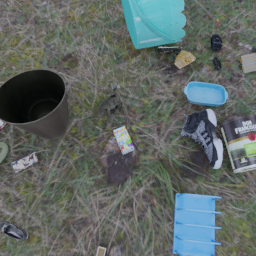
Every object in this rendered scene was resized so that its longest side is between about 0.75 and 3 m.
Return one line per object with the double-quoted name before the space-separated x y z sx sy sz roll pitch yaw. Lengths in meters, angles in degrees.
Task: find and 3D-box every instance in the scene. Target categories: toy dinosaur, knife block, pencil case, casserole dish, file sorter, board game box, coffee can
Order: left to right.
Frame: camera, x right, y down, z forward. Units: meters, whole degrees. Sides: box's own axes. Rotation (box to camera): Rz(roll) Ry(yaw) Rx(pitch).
"pencil case" -3.977 1.312 10.858 1.005 0.391 0.449 -27 84 -8
"toy dinosaur" -0.745 -0.925 11.501 0.895 0.674 1.751 37 83 24
"board game box" -0.167 0.487 11.052 0.503 0.494 0.959 -23 75 -7
"knife block" 2.358 -3.022 11.745 0.369 1.152 1.012 37 54 -22
"file sorter" 2.428 3.396 9.761 1.465 1.295 2.111 5 74 2
"casserole dish" 3.193 -1.364 11.583 1.787 0.347 1.083 8 57 3
"coffee can" 4.417 0.608 10.554 1.390 1.390 1.900 -11 74 -3

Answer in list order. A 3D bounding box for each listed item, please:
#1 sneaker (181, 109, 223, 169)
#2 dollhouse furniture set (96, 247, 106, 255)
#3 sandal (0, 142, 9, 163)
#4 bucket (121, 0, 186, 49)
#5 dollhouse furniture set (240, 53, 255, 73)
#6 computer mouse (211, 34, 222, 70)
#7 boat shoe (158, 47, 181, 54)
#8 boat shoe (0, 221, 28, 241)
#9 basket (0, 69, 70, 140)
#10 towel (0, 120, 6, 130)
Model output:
"sneaker" 2.794 0.439 10.883 1.380 0.915 2.424 -4 67 -1
"dollhouse furniture set" -1.205 4.633 9.682 0.800 0.717 1.010 13 74 4
"sandal" -5.330 1.401 10.738 0.784 0.564 1.975 20 74 6
"bucket" 0.953 -4.767 11.490 1.961 3.015 3.015 -17 74 -2
"dollhouse furniture set" 5.756 -2.882 12.205 1.640 0.633 0.820 -12 80 16
"computer mouse" 3.892 -3.332 12.364 0.499 0.289 1.701 6 78 -17
"boat shoe" 1.843 -3.427 12.334 1.071 0.392 0.335 -5 106 -11
"boat shoe" -4.227 3.709 10.146 1.270 0.362 0.424 22 74 6
"basket" -3.126 -0.642 10.229 2.433 2.698 1.835 -24 74 -6
"towel" -6.245 0.069 11.324 1.581 0.250 2.195 41 76 13
